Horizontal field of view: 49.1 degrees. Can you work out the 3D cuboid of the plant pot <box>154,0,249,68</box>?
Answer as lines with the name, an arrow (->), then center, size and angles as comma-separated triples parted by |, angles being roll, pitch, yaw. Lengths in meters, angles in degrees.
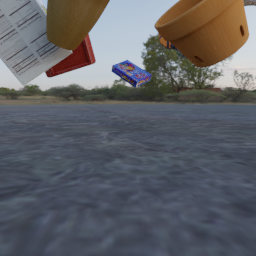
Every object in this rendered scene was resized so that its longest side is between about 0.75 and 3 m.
plant pot -> 2.205, -2.876, 7.849 | 2.454, 1.717, 2.454 | -32, 23, 16

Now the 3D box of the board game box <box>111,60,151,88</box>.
board game box -> 0.100, -1.671, 8.530 | 1.025, 0.229, 0.689 | 38, 47, 25

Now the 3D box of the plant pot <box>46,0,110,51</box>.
plant pot -> -1.428, -2.895, 7.131 | 1.538, 1.650, 1.538 | 23, 22, -10

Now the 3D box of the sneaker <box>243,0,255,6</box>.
sneaker -> 3.206, -3.901, 9.059 | 2.150, 1.236, 0.808 | 25, 22, 25

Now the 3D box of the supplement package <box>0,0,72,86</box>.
supplement package -> -3.145, -2.953, 8.488 | 1.818, 2.414, 1.832 | -33, 27, 3

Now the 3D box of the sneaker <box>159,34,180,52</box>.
sneaker -> 2.529, -4.114, 12.039 | 1.112, 1.606, 2.867 | 2, 6, -42

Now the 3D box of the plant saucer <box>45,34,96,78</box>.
plant saucer -> -2.480, -3.070, 11.071 | 2.191, 2.195, 0.403 | -19, 49, -7
